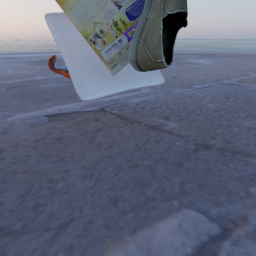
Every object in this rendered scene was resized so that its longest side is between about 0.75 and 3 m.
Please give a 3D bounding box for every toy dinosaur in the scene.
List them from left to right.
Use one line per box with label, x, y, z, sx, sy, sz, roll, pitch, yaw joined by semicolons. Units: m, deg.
toy dinosaur;-1.563;-1.582;7.790;1.384;0.801;1.525;-1;50;-2

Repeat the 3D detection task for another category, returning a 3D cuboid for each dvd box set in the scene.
dvd box set;-0.381;-2.663;6.248;1.806;2.468;0.363;-40;34;2

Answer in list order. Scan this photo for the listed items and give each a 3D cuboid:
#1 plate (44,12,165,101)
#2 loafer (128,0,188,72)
plate;-0.610;-2.014;7.581;2.638;2.632;0.426;-17;-15;-31
loafer;0.902;-2.460;5.749;0.976;2.803;1.054;23;14;36
